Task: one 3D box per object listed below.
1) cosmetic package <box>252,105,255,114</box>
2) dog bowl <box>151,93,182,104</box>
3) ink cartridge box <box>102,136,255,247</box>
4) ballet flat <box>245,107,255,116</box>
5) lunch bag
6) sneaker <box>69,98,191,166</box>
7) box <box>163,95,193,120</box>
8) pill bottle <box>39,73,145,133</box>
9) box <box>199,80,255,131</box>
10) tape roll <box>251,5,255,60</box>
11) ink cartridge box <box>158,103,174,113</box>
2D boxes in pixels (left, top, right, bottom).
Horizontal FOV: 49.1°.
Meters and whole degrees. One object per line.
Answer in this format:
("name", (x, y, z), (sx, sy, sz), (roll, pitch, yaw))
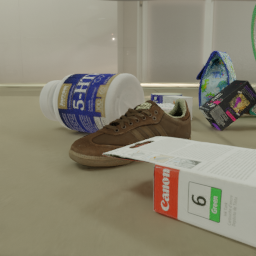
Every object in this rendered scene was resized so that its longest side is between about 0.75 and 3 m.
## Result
("cosmetic package", (4.367, -0.805, 7.216), (2.522, 1.305, 0.922), (-14, 50, -46))
("dog bowl", (1.608, -1.173, 11.742), (1.322, 0.521, 1.322), (0, 11, 0))
("ink cartridge box", (0.868, 0.538, 2.900), (2.108, 0.531, 1.148), (7, 13, 38))
("ballet flat", (3.737, -0.831, 8.904), (2.368, 0.835, 0.773), (0, 44, -10))
("lunch bag", (3.420, -1.780, 10.568), (1.371, 2.152, 1.830), (6, 13, 28))
("sneaker", (0.111, -0.009, 4.683), (2.406, 0.909, 0.848), (-8, 14, -38))
("box", (1.456, -0.599, 8.322), (0.477, 0.683, 0.898), (-5, 12, -24))
("pill bottle", (-0.888, -0.569, 6.408), (2.247, 1.345, 1.345), (6, 13, 32))
("box", (2.462, -0.578, 6.857), (1.183, 0.627, 0.723), (-38, 11, 4))
("tape roll", (3.798, -2.458, 7.448), (0.461, 1.917, 1.917), (-8, 10, 9))
("ink cartridge box", (0.851, -0.299, 7.144), (0.941, 0.540, 1.296), (-2, 11, -10))
